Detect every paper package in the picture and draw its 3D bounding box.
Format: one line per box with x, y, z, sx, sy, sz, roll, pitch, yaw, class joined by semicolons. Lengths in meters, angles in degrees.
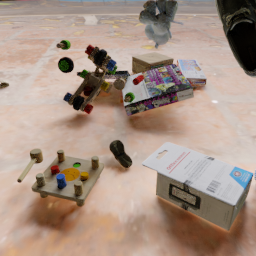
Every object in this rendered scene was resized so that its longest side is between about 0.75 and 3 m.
1.092;-2.858;12.680;1.452;0.751;1.384;-19;35;-31;paper package

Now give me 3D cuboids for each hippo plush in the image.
1.312;-3.889;10.533;1.778;1.429;1.416;38;81;16;hippo plush

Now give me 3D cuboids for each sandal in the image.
-0.182;0.682;7.104;0.388;0.259;0.950;-22;50;-22;sandal

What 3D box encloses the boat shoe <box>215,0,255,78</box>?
2.388;-2.149;5.784;0.809;2.245;0.796;-23;-5;29;boat shoe

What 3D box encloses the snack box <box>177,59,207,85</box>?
2.809;-2.576;12.607;0.971;0.328;2.701;2;30;3;snack box

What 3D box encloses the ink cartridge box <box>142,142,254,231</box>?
1.390;1.104;5.896;2.008;0.681;1.165;21;36;32;ink cartridge box

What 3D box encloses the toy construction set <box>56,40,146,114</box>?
-0.730;-1.732;9.524;2.723;2.271;2.092;9;21;13;toy construction set

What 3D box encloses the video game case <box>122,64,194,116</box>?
0.912;-1.454;10.025;2.278;0.450;2.513;-16;30;4;video game case

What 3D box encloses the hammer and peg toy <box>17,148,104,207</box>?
-1.512;1.040;6.114;1.704;0.601;1.253;8;33;14;hammer and peg toy

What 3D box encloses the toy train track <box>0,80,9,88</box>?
-5.919;-1.574;10.825;2.465;0.401;1.414;-19;35;-30;toy train track

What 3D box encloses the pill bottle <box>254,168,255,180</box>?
3.691;0.995;5.771;1.820;1.007;1.007;23;37;34;pill bottle

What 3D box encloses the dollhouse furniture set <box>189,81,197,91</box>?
2.182;-1.667;11.009;0.901;0.366;0.485;7;43;-23;dollhouse furniture set

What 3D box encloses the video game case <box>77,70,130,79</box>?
-0.926;-2.120;11.298;1.962;0.186;1.401;-1;3;5;video game case
